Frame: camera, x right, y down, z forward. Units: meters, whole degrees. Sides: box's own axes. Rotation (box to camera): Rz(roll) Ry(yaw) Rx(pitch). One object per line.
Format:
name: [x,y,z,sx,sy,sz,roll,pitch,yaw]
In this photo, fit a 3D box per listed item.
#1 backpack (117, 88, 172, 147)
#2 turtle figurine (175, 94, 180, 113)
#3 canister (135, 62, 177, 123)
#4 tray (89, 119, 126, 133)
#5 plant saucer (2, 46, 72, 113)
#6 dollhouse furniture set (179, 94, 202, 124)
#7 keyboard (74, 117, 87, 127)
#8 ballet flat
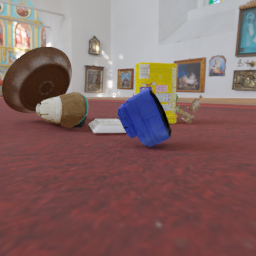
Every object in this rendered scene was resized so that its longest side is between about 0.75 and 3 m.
backpack: [0.333,-0.149,5.421,0.864,1.029,0.836,-27,8,13]
turtle figurine: [1.266,-0.940,10.585,1.358,1.008,1.401,-3,0,23]
canister: [0.910,-1.149,9.320,1.451,1.953,0.845,-1,6,-15]
tray: [-0.505,-0.086,7.781,1.054,0.218,1.963,0,7,-12]
plant saucer: [-2.923,-1.475,9.601,0.484,2.649,2.649,42,30,27]
dollhouse furniture set: [2.075,-0.685,9.190,0.403,0.825,0.704,26,33,-10]
keyboard: [-1.565,-0.276,8.699,0.467,0.178,0.897,4,21,-1]
ballet flat: [-2.077,-0.527,8.087,1.041,0.976,2.877,1,3,-27]
